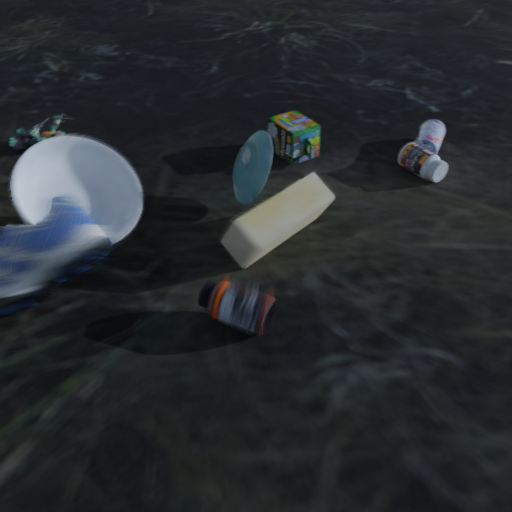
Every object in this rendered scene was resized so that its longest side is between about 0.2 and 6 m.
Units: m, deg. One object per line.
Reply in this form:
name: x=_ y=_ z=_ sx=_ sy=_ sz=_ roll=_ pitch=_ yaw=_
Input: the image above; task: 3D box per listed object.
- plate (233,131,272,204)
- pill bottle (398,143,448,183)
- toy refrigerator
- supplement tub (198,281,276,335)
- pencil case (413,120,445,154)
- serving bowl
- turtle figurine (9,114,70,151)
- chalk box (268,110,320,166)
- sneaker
plate: x=-0.156 y=-1.888 z=11.818 sx=0.204 sy=1.595 sz=1.595 roll=12 pitch=32 yaw=-28
pill bottle: x=3.938 y=-2.198 z=13.233 sx=0.627 sy=0.627 sz=1.077 roll=-23 pitch=45 yaw=-26
toy refrigerator: x=0.432 y=-0.744 z=10.960 sx=2.258 sy=0.857 sz=0.790 roll=-34 pitch=81 yaw=-33
supplement tub: x=-0.332 y=0.816 z=9.333 sx=1.231 sy=0.659 sz=0.659 roll=19 pitch=42 yaw=17
pencil case: x=4.359 y=-2.929 z=14.169 sx=0.651 sy=0.596 sz=1.434 roll=12 pitch=39 yaw=23
serving bowl: x=-3.570 y=-1.123 z=11.155 sx=2.470 sy=0.812 sz=2.470 roll=13 pitch=60 yaw=-23
turtle figurine: x=-5.406 y=-3.066 z=14.211 sx=1.538 sy=0.775 sz=1.152 roll=-8 pitch=22 yaw=14
chalk box: x=1.022 y=-2.876 z=13.883 sx=0.875 sy=0.881 sz=1.411 roll=-23 pitch=45 yaw=-25
sneaker: x=-3.778 y=0.143 z=9.116 sx=2.969 sy=1.144 sz=1.124 roll=-31 pitch=-4 yaw=7
